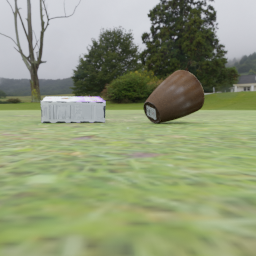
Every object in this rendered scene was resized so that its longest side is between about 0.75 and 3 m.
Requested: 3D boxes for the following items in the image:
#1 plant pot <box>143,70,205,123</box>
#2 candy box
[{"bbox_3d":[1.535,-0.971,10.376,1.875,1.753,1.753,-32,20,-27],"label":"plant pot"},{"bbox_3d":[-2.209,-0.771,11.332,2.392,0.856,2.007,-1,11,-11],"label":"candy box"}]
